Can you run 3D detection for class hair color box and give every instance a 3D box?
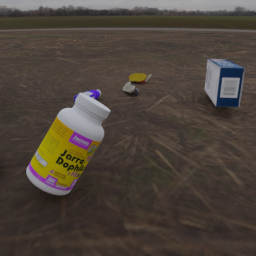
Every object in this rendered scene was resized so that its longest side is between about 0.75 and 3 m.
[{"bbox_3d":[3.175,-1.599,9.467,0.749,1.238,2.475,3,20,5],"label":"hair color box"}]

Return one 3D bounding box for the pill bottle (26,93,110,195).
[{"bbox_3d":[-1.020,0.266,5.006,0.897,1.722,0.897,31,7,-4],"label":"pill bottle"}]

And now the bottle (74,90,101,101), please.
[{"bbox_3d":[-1.409,-1.117,10.045,0.468,0.366,1.120,14,27,29],"label":"bottle"}]

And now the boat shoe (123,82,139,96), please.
[{"bbox_3d":[0.114,-1.527,11.162,0.379,0.439,1.209,38,5,-23],"label":"boat shoe"}]

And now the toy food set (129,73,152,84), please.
[{"bbox_3d":[0.536,-2.163,12.578,0.995,0.325,0.585,9,49,25],"label":"toy food set"}]
